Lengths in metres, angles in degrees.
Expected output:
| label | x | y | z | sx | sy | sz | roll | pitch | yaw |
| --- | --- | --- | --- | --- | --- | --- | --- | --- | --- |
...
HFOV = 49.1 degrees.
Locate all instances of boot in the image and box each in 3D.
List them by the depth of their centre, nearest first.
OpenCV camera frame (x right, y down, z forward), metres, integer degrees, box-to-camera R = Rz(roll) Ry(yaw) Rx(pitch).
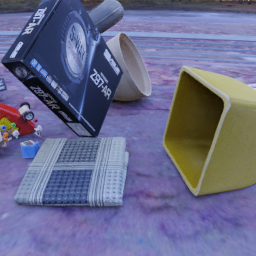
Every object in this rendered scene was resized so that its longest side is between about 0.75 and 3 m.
| label | x | y | z | sx | sy | sz | roll | pitch | yaw |
| --- | --- | --- | --- | --- | --- | --- | --- | --- | --- |
| boot | -1.840 | -3.015 | 9.174 | 2.967 | 1.077 | 2.697 | -50 | 37 | -16 |

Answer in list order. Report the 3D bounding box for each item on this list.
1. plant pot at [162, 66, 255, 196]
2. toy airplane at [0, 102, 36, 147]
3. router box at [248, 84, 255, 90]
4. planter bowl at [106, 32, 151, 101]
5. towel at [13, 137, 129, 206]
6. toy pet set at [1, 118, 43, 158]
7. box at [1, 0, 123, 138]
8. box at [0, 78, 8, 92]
| label | x | y | z | sx | sy | sz | roll | pitch | yaw |
| --- | --- | --- | --- | --- | --- | --- | --- | --- | --- |
| plant pot | 2.862 | 0.009 | 7.744 | 2.711 | 2.651 | 2.633 | 2 | 27 | -15 |
| toy airplane | -4.465 | -0.316 | 9.187 | 2.304 | 1.633 | 2.314 | 34 | 14 | 3 |
| router box | 5.330 | -0.891 | 11.181 | 2.620 | 0.713 | 2.919 | -8 | 30 | -15 |
| planter bowl | -0.469 | -2.392 | 12.231 | 1.939 | 2.881 | 2.881 | -21 | 22 | 22 |
| towel | -1.385 | 1.148 | 7.869 | 2.727 | 0.489 | 2.833 | -1 | 30 | 4 |
| toy pet set | -3.094 | 0.363 | 8.491 | 1.133 | 1.058 | 0.602 | -18 | 25 | -38 |
| box | -1.316 | -1.472 | 6.898 | 0.637 | 2.927 | 2.345 | 3 | 58 | 30 |
| box | -7.039 | -1.560 | 11.988 | 2.594 | 0.649 | 2.614 | 7 | 26 | 37 |
